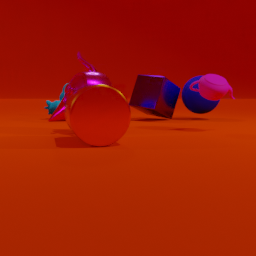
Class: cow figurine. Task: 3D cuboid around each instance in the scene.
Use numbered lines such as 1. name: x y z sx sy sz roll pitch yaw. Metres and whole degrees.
1. cow figurine: -2.309 -1.063 10.267 1.420 0.792 1.443 -14 47 5

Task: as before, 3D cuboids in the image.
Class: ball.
1. ball: 2.545 -1.151 9.770 1.327 1.327 1.327 0 6 0

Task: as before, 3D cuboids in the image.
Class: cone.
1. cone: -2.162 -0.481 9.191 1.060 1.056 1.056 -34 23 -26

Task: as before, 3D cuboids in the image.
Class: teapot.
1. teapot: -0.930 -0.766 6.082 0.923 1.885 1.172 19 -27 -39
2. teapot: 1.977 -0.891 6.444 1.099 0.538 0.683 10 37 1

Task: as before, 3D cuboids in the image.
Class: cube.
1. cube: 0.918 -1.067 9.563 1.138 1.138 1.138 14 -5 40

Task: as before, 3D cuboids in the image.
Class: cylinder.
1. cylinder: -0.560 -0.245 4.874 0.993 0.993 0.993 -2 7 -17
